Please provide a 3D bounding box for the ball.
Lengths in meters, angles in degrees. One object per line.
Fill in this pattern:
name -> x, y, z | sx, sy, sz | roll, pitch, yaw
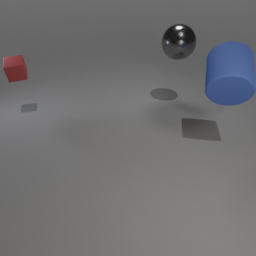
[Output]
ball -> 2.060, -3.476, 11.351 | 1.400, 1.400, 1.400 | 0, 30, 0

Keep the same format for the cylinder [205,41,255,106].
cylinder -> 3.091, -1.635, 8.522 | 1.400, 1.400, 1.400 | 6, 58, 11

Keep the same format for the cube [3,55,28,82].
cube -> -4.272, -2.263, 10.654 | 0.700, 0.700, 0.700 | -11, 50, -10
